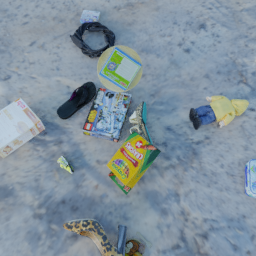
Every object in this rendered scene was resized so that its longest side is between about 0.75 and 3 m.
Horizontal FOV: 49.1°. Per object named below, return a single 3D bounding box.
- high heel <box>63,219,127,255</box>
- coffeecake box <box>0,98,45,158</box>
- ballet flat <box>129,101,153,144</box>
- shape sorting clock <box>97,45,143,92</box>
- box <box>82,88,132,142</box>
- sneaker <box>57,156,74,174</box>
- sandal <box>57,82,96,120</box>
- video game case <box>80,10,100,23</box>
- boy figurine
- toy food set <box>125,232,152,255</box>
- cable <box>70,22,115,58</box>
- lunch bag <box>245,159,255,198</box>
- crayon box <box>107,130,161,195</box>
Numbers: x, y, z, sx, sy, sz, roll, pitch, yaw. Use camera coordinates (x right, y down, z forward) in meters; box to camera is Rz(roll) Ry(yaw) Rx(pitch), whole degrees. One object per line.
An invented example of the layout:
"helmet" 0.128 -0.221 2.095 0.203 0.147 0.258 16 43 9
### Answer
"high heel" -1.137 3.781 8.931 2.182 0.779 1.555 7 55 0
"coffeecake box" -4.601 -0.037 11.132 1.968 0.719 1.511 -38 68 -19
"ballet flat" 0.457 -0.085 11.221 0.821 0.740 2.181 -12 63 9
"shape sorting clock" -0.322 -2.374 11.311 1.854 0.364 1.854 -3 104 -12
"box" -0.829 -0.582 11.597 1.492 0.435 2.179 14 62 7
"sneaker" -2.350 1.439 10.584 0.332 0.327 0.868 -39 57 -12
"sandal" -2.130 -1.247 11.919 0.818 0.521 2.177 32 66 16
"video game case" -1.972 -5.761 14.603 0.896 0.204 0.812 10 61 5
"boy figurine" 3.750 -0.744 11.506 2.418 0.779 1.504 -17 60 -11
"toy food set" 0.188 4.012 9.175 0.782 0.227 1.133 40 68 19
"cable" -1.565 -4.293 13.658 1.907 0.594 2.338 -37 65 -24
"lunch bag" 4.815 1.866 10.164 1.124 0.577 1.399 9 62 4
"crayon box" 0.089 1.217 9.928 1.973 0.501 1.252 -53 49 2
